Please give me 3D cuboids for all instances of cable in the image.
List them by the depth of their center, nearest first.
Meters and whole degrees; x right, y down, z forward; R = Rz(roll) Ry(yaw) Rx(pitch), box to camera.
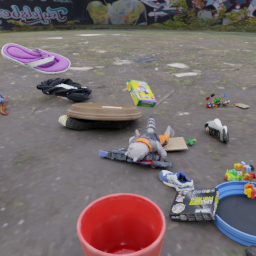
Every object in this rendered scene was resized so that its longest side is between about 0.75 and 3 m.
[{"bbox_3d":[-3.184,-2.042,13.884,2.660,0.676,2.170,2,29,-28],"label":"cable"}]

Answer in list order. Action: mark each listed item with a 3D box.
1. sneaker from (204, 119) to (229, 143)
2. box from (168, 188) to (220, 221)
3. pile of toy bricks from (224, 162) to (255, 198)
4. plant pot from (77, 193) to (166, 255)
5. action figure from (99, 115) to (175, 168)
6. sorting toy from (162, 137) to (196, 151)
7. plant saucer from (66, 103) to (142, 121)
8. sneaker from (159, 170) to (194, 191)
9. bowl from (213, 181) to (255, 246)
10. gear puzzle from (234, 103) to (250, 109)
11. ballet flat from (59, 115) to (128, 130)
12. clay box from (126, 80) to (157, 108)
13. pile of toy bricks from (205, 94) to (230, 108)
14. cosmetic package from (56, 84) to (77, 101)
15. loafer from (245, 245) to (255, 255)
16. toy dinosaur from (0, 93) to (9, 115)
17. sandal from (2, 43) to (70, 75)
[{"bbox_3d":[3.186,0.140,10.046,0.619,0.577,1.562,-10,19,1],"label":"sneaker"},{"bbox_3d":[1.501,1.724,6.323,1.009,0.223,0.808,-14,21,33],"label":"box"},{"bbox_3d":[2.814,1.258,7.234,0.649,0.729,1.315,-1,14,5],"label":"pile of toy bricks"},{"bbox_3d":[-0.079,2.066,4.784,1.450,1.283,1.450,-3,24,1],"label":"plant pot"},{"bbox_3d":[0.308,0.416,8.644,2.353,1.231,2.276,5,16,13],"label":"action figure"},{"bbox_3d":[1.680,0.564,9.438,1.358,0.200,1.004,-4,20,0],"label":"sorting toy"},{"bbox_3d":[-0.916,-0.669,10.950,2.953,0.435,2.953,4,9,-1],"label":"plant saucer"},{"bbox_3d":[1.294,1.325,7.385,0.453,0.531,1.204,-18,29,-32],"label":"sneaker"},{"bbox_3d":[2.793,1.898,6.294,1.930,0.379,1.930,0,25,0],"label":"bowl"},{"bbox_3d":[5.255,-1.032,13.080,0.413,0.104,0.797,-15,25,-25],"label":"gear puzzle"},{"bbox_3d":[-1.332,-0.378,10.762,2.668,0.758,0.887,0,35,1],"label":"ballet flat"},{"bbox_3d":[0.372,-1.061,8.234,0.613,0.254,1.067,3,46,-29],"label":"clay box"},{"bbox_3d":[4.123,-1.241,13.136,1.131,0.628,0.558,-14,-13,-5],"label":"pile of toy bricks"},{"bbox_3d":[-3.068,-1.783,14.081,1.208,0.613,0.430,18,32,36],"label":"cosmetic package"},{"bbox_3d":[2.648,2.469,5.001,0.424,0.421,1.165,-16,28,-29],"label":"loafer"},{"bbox_3d":[-5.917,-1.094,12.906,1.795,0.942,1.628,44,14,0],"label":"toy dinosaur"},{"bbox_3d":[-2.733,-2.097,8.393,2.008,0.493,0.817,8,65,-16],"label":"sandal"}]
